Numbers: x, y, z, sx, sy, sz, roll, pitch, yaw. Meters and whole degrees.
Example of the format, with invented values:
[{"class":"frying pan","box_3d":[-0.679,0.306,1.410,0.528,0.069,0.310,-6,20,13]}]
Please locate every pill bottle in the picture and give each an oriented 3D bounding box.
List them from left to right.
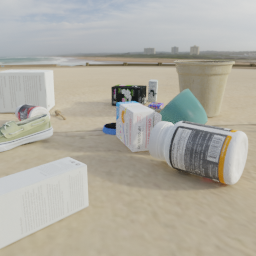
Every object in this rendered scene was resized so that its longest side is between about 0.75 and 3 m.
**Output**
[{"class":"pill bottle","box_3d":[-4.104,-0.539,11.853,0.922,0.922,1.665,-15,20,-42]},{"class":"pill bottle","box_3d":[1.769,0.534,7.272,2.282,1.328,1.328,13,20,37]}]

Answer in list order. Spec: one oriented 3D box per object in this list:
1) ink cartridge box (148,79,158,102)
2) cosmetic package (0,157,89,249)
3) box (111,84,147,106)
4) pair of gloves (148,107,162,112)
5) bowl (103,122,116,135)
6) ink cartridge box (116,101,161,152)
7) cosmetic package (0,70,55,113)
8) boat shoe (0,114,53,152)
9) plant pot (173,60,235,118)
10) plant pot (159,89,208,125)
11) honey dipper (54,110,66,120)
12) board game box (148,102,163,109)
[{"class":"ink cartridge box","box_3d":[1.554,-2.321,17.461,0.543,1.307,0.958,5,17,8]},{"class":"cosmetic package","box_3d":[-1.702,1.302,5.255,0.681,0.969,1.911,14,20,42]},{"class":"box","box_3d":[0.068,-1.898,16.286,1.805,1.122,1.341,5,17,15]},{"class":"pair of gloves","box_3d":[1.294,-0.952,14.731,0.874,0.153,0.743,15,18,36]},{"class":"bowl","box_3d":[-0.436,0.004,11.201,1.163,0.228,1.163,0,16,0]},{"class":"ink cartridge box","box_3d":[0.276,-0.052,9.338,0.778,1.320,2.293,-5,16,-19]},{"class":"cosmetic package","box_3d":[-5.339,-1.991,14.828,2.475,2.071,2.059,0,15,-4]},{"class":"boat shoe","box_3d":[-3.824,0.148,9.372,2.594,0.805,0.934,-18,23,-32]},{"class":"plant pot","box_3d":[3.598,-1.952,13.751,2.841,2.601,2.841,0,16,0]},{"class":"plant pot","box_3d":[2.011,-0.354,9.988,1.311,1.634,1.634,48,33,12]},{"class":"honey dipper","box_3d":[-3.217,-0.599,13.392,0.257,0.257,1.351,-9,22,-28]},{"class":"board game box","box_3d":[1.551,-1.226,15.573,0.628,0.209,0.934,6,17,20]}]
